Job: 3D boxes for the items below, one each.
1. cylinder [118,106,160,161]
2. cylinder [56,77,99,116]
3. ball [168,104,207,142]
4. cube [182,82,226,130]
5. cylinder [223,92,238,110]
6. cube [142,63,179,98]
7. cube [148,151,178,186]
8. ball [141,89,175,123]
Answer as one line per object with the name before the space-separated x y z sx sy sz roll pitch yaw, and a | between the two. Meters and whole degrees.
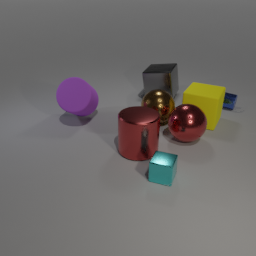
cylinder | 0.362 0.157 9.510 1.400 1.400 1.400 0 27 0
cylinder | -2.019 -1.234 11.412 1.400 1.400 1.400 3 -3 6
ball | 2.144 -0.184 10.145 1.400 1.400 1.400 0 28 0
cube | 3.084 -0.932 11.545 1.400 1.400 1.400 14 31 24
cylinder | 4.578 -1.260 12.869 0.700 0.700 0.700 18 33 25
cube | 1.627 -2.279 13.730 1.400 1.400 1.400 3 29 23
cube | 1.051 1.194 8.351 0.700 0.700 0.700 10 30 19
ball | 1.220 -0.880 11.435 1.400 1.400 1.400 0 28 0
